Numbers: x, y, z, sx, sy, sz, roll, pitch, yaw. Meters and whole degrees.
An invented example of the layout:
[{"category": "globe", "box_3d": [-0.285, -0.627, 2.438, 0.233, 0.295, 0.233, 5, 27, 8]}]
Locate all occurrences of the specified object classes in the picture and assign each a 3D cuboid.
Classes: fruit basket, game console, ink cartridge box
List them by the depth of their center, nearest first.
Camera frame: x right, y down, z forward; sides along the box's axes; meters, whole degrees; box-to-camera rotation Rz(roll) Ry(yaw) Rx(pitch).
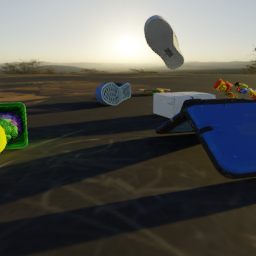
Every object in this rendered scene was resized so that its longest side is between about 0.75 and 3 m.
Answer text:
[{"category": "fruit basket", "box_3d": [-2.784, 0.045, 5.570, 1.559, 1.125, 1.559, -5, -4, 0]}, {"category": "game console", "box_3d": [2.451, 0.293, 5.928, 2.988, 1.768, 2.551, -4, 45, -15]}, {"category": "ink cartridge box", "box_3d": [1.907, -0.818, 9.640, 1.742, 0.732, 1.268, -7, 15, -26]}]

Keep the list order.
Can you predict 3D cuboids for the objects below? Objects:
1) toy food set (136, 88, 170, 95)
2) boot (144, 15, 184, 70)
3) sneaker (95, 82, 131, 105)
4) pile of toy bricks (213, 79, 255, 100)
[{"category": "toy food set", "box_3d": [1.415, -2.027, 15.879, 1.219, 0.355, 1.766, 0, 6, -35]}, {"category": "boot", "box_3d": [1.125, -3.156, 9.632, 0.964, 1.252, 2.620, -25, -31, 15]}, {"category": "sneaker", "box_3d": [-0.866, -1.504, 12.342, 1.122, 1.010, 2.881, -3, 8, 24]}, {"category": "pile of toy bricks", "box_3d": [3.899, -0.897, 9.901, 2.132, 1.183, 1.053, 11, 36, -26]}]
